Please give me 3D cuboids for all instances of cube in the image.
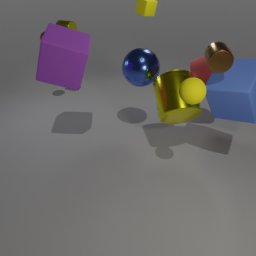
[{"bbox_3d":[-2.065,-2.297,9.058,1.400,1.400,1.400,13,40,-14],"label":"cube"},{"bbox_3d":[0.868,-5.823,13.444,0.700,0.700,0.700,-19,45,-38],"label":"cube"},{"bbox_3d":[3.418,-1.178,8.761,1.400,1.400,1.400,12,58,40],"label":"cube"}]

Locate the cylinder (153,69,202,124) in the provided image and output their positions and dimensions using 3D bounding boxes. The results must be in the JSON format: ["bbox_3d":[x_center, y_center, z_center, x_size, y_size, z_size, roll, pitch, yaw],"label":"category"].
[{"bbox_3d":[1.638,-1.017,9.455,1.400,1.400,1.400,-5,70,-8],"label":"cylinder"}]

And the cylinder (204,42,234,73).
[{"bbox_3d":[2.610,-2.035,8.077,0.700,0.700,0.700,2,36,3],"label":"cylinder"}]

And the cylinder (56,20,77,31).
[{"bbox_3d":[-2.702,-4.330,12.259,0.700,0.700,0.700,15,34,24],"label":"cylinder"}]

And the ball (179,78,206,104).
[{"bbox_3d":[1.688,-0.968,7.344,0.700,0.700,0.700,0,31,0],"label":"ball"}]

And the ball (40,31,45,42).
[{"bbox_3d":[-3.396,-3.785,11.950,0.700,0.700,0.700,0,31,0],"label":"ball"}]

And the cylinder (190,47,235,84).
[{"bbox_3d":[3.264,-2.116,10.487,1.400,1.400,1.400,-18,20,32],"label":"cylinder"}]

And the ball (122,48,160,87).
[{"bbox_3d":[0.474,-2.218,10.288,1.400,1.400,1.400,0,31,0],"label":"ball"}]
